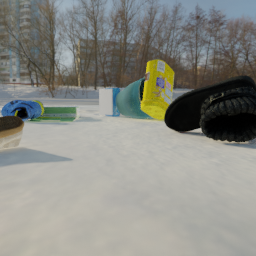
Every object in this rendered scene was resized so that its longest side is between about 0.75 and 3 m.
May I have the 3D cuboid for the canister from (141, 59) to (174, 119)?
[{"bbox_3d":[1.350,-1.671,12.282,0.950,2.194,1.629,-4,-21,35],"label":"canister"}]

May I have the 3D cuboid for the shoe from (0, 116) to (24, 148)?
[{"bbox_3d":[-2.757,0.213,4.710,1.977,0.528,0.691,-9,43,-36],"label":"shoe"}]

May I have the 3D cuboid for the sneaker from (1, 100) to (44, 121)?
[{"bbox_3d":[-4.786,-0.717,11.983,2.526,0.833,0.990,-1,18,31],"label":"sneaker"}]

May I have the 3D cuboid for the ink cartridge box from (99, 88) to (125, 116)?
[{"bbox_3d":[-0.359,-1.458,15.781,2.082,1.520,1.527,-4,7,-33],"label":"ink cartridge box"}]

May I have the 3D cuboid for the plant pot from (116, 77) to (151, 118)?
[{"bbox_3d":[0.472,-1.355,13.799,1.860,1.980,1.980,-11,-3,41],"label":"plant pot"}]

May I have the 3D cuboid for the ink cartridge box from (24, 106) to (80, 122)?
[{"bbox_3d":[-3.281,-0.658,12.513,1.982,0.653,2.724,-1,4,-4],"label":"ink cartridge box"}]

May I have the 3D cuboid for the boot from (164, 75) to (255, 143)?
[{"bbox_3d":[1.849,-0.249,6.634,2.609,0.982,1.951,-27,20,32],"label":"boot"}]
